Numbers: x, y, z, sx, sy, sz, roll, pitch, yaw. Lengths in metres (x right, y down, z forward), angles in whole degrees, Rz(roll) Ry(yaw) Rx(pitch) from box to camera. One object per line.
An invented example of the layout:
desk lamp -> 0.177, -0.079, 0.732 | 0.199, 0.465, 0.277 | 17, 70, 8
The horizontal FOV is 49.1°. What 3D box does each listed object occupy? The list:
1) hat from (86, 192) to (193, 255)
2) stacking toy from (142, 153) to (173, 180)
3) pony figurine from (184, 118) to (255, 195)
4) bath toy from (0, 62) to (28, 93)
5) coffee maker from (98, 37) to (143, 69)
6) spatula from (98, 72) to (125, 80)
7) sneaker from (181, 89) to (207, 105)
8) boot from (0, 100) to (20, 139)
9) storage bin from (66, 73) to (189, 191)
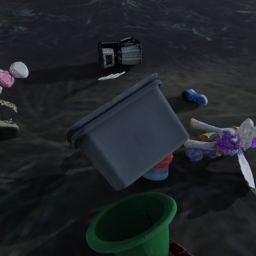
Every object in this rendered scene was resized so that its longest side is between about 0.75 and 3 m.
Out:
hat -> 0.540, 3.033, 6.466 | 2.159, 2.294, 2.607 | -28, 11, -26
stacking toy -> 0.277, 0.954, 8.639 | 2.047, 0.864, 1.853 | 9, 21, 3
pony figurine -> 3.042, 0.475, 8.306 | 2.540, 2.115, 2.452 | 0, 30, 23
bath toy -> -5.322, -1.970, 11.593 | 1.077, 0.915, 2.476 | 53, 54, -10
coffee maker -> -0.415, -3.424, 13.068 | 1.915, 1.290, 1.840 | -6, 9, -8
spatula -> -0.667, -2.203, 11.827 | 0.818, 0.094, 1.177 | -6, 20, 28
sneaker -> 2.541, -1.161, 10.957 | 0.609, 0.421, 1.096 | -16, 40, -25
boot -> -4.785, -0.343, 9.637 | 2.010, 0.736, 1.514 | 4, 38, -22
storage bin -> 0.066, 0.269, 7.292 | 2.757, 2.007, 1.852 | -33, 83, -17
